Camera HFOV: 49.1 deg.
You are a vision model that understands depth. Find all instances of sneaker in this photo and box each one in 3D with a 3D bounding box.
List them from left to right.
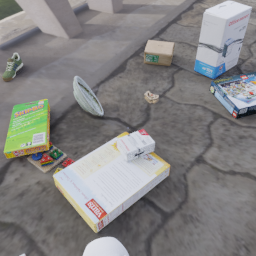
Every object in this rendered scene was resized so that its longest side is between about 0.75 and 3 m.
[{"bbox_3d":[-5.317,-2.832,12.721,0.528,0.707,1.576,7,44,7],"label":"sneaker"}]

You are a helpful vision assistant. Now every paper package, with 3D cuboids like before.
[{"bbox_3d":[1.523,-3.651,13.606,1.334,0.690,1.272,9,44,8],"label":"paper package"}]

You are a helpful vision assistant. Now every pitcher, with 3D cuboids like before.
[{"bbox_3d":[-0.226,3.184,5.810,1.107,1.566,1.826,26,30,-38],"label":"pitcher"}]

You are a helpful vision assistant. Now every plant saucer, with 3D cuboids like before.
[{"bbox_3d":[-1.562,-1.090,10.353,0.434,1.730,1.730,-34,46,9],"label":"plant saucer"}]

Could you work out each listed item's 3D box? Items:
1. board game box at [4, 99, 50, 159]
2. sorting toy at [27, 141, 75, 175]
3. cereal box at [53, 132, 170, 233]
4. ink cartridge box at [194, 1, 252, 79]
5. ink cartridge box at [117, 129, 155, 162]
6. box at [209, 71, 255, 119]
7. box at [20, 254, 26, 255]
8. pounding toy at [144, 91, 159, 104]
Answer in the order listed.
[{"bbox_3d":[-3.459,-0.098,9.852,1.336,0.419,2.796,-12,41,-6],"label":"board game box"},{"bbox_3d":[-2.591,0.905,9.048,1.907,0.323,0.920,29,51,27],"label":"sorting toy"},{"bbox_3d":[-0.453,1.419,8.314,2.854,0.564,2.053,-31,51,-29],"label":"cereal box"},{"bbox_3d":[4.115,-3.861,12.334,1.996,2.726,1.171,-32,52,-29],"label":"ink cartridge box"},{"bbox_3d":[0.227,0.522,8.553,0.971,0.406,0.700,-19,46,-21],"label":"ink cartridge box"},{"bbox_3d":[5.078,-1.455,11.382,2.838,0.535,1.938,-13,45,-13],"label":"box"},{"bbox_3d":[-2.056,3.630,5.454,0.890,1.274,1.674,-23,48,-21],"label":"box"},{"bbox_3d":[0.991,-1.283,11.276,0.439,0.441,0.768,-26,49,-19],"label":"pounding toy"}]
